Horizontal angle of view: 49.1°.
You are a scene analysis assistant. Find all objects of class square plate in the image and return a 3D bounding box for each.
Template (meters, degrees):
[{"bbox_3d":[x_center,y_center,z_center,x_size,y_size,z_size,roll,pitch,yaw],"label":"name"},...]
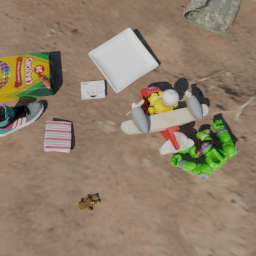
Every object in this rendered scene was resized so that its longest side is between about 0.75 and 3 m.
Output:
[{"bbox_3d":[-0.201,-2.869,11.912,2.191,0.312,2.171,-34,80,-8],"label":"square plate"}]

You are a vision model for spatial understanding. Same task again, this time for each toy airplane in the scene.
[{"bbox_3d":[1.368,-0.433,9.815,2.679,1.898,2.690,21,45,9],"label":"toy airplane"}]

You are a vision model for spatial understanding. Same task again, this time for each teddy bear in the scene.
[{"bbox_3d":[-1.357,2.632,9.751,0.793,0.265,0.575,-35,78,-22],"label":"teddy bear"}]

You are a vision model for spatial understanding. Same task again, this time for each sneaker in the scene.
[{"bbox_3d":[-4.284,-0.584,10.595,2.092,1.263,0.875,-34,70,-14],"label":"sneaker"}]

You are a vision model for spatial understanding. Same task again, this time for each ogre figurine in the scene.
[{"bbox_3d":[2.828,0.879,10.023,2.403,1.179,1.441,-26,56,-24],"label":"ogre figurine"}]

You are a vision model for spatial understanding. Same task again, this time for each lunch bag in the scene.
[{"bbox_3d":[3.874,-5.588,12.805,2.317,1.362,1.900,22,67,16],"label":"lunch bag"}]

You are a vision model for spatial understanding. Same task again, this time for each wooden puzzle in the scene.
[{"bbox_3d":[1.998,-0.807,11.287,1.139,0.212,1.054,-9,67,-1],"label":"wooden puzzle"}]

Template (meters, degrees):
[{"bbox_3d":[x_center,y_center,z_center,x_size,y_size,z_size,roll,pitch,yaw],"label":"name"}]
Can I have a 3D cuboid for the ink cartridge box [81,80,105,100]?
[{"bbox_3d":[-1.438,-1.537,11.602,0.988,0.215,0.857,-5,67,-2],"label":"ink cartridge box"}]

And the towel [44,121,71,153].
[{"bbox_3d":[-2.653,0.310,10.630,0.967,0.198,1.322,5,56,-16],"label":"towel"}]

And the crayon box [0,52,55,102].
[{"bbox_3d":[-4.583,-2.069,11.560,2.870,0.729,1.822,-9,66,-3],"label":"crayon box"}]
